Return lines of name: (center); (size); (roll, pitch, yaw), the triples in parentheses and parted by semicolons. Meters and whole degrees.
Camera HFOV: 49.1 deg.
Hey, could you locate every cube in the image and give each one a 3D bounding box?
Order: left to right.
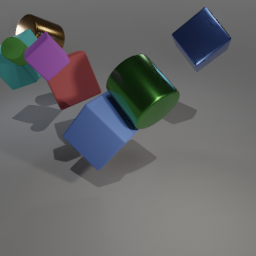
cube: (-3.914, -2.467, 10.220); (1.400, 1.400, 1.400); (-9, 43, 32)
cube: (-1.862, -1.641, 6.421); (0.700, 0.700, 0.700); (-40, 34, 6)
cube: (-1.886, -1.595, 9.116); (1.400, 1.400, 1.400); (-26, 21, -11)
cube: (-0.654, 0.026, 7.839); (1.400, 1.400, 1.400); (44, 34, 1)
cube: (2.562, -3.030, 9.841); (1.400, 1.400, 1.400); (-37, -7, 13)

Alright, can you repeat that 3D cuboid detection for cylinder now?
cylinder: (-3.434, -2.354, 8.654); (0.700, 0.700, 0.700); (2, -4, 3)
cylinder: (-3.555, -3.712, 11.410); (1.400, 1.400, 1.400); (23, 13, 34)
cylinder: (0.375, -0.926, 7.266); (1.400, 1.400, 1.400); (-23, 66, -35)
